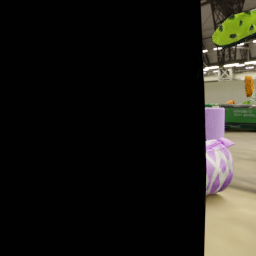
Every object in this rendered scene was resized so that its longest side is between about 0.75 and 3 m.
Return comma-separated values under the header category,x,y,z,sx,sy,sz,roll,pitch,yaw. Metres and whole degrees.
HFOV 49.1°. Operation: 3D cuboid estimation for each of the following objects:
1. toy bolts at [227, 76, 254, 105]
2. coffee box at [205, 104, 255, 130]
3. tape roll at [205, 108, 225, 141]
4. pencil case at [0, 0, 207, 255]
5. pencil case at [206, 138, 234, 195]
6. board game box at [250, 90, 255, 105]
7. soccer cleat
category,x,y,z,sx,sy,sz,roll,pitch,yaw
toy bolts,4.111,-0.930,10.591,1.265,1.742,1.824,-4,-16,31
coffee box,3.070,-0.359,7.846,1.733,0.620,2.819,4,5,6
tape roll,0.643,-0.050,4.657,1.817,0.596,1.817,0,4,0
pencil case,-1.225,-0.034,0.518,2.721,1.234,1.131,-1,42,7
pencil case,0.241,0.269,1.810,0.948,0.405,0.398,-2,20,-29
board game box,5.453,-0.610,8.418,2.895,0.501,1.827,9,6,-24
soccer cleat,3.192,-2.521,6.885,2.512,0.848,1.018,-32,-34,-6
